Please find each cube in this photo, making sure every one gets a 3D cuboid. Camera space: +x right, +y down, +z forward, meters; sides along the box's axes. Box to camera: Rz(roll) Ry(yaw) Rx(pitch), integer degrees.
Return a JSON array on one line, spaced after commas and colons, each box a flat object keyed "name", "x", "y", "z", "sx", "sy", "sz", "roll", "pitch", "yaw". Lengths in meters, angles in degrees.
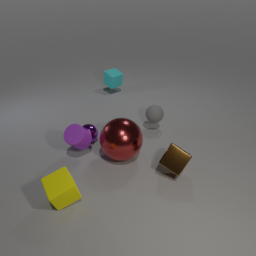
[{"name": "cube", "x": -0.750, "y": -2.499, "z": 14.111, "sx": 0.700, "sy": 0.700, "sz": 0.700, "roll": -24, "pitch": 49, "yaw": -33}, {"name": "cube", "x": 1.406, "y": 0.917, "z": 8.359, "sx": 0.700, "sy": 0.700, "sz": 0.700, "roll": 34, "pitch": 4, "yaw": 8}, {"name": "cube", "x": -1.733, "y": 1.579, "z": 7.306, "sx": 0.700, "sy": 0.700, "sz": 0.700, "roll": -28, "pitch": 53, "yaw": -11}]

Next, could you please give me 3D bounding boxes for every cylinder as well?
[{"name": "cylinder", "x": -1.622, "y": 0.292, "z": 9.098, "sx": 0.700, "sy": 0.700, "sz": 0.700, "roll": -5, "pitch": 71, "yaw": 15}]

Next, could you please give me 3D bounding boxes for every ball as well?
[{"name": "ball", "x": -0.216, "y": 0.363, "z": 9.057, "sx": 1.400, "sy": 1.400, "sz": 1.400, "roll": 0, "pitch": 29, "yaw": 0}, {"name": "ball", "x": -1.429, "y": 0.197, "z": 10.117, "sx": 0.700, "sy": 0.700, "sz": 0.700, "roll": 0, "pitch": 29, "yaw": 0}, {"name": "ball", "x": 1.027, "y": -0.545, "z": 10.788, "sx": 0.700, "sy": 0.700, "sz": 0.700, "roll": 0, "pitch": 29, "yaw": 0}]
